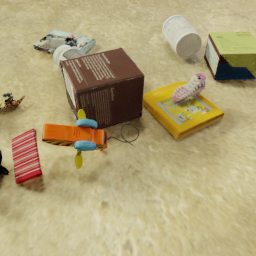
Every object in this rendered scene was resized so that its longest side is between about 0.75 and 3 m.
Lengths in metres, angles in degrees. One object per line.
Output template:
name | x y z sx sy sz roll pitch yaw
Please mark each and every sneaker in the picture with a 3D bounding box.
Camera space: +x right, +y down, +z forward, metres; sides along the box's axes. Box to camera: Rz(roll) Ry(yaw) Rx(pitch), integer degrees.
sneaker | 2.540 -1.485 11.337 1.614 0.714 0.649 -37 50 -4

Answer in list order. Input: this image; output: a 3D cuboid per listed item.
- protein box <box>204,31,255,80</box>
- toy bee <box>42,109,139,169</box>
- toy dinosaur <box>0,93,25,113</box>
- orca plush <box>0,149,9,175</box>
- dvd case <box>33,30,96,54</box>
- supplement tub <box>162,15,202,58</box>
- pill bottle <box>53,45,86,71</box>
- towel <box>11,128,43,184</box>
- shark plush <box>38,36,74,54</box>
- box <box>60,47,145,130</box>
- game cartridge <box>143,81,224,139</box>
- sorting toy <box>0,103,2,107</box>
protein box | 4.928 -3.434 13.230 2.050 1.393 2.065 -2 45 -2
toy bee | -1.283 0.475 9.268 2.892 1.572 1.893 22 72 4
toy dinosaur | -4.792 -1.033 11.588 0.743 0.559 1.095 47 42 16
orca plush | -4.120 1.372 8.943 0.716 1.059 2.013 12 29 -35
dvd case | -3.402 -4.539 15.123 2.743 0.302 2.002 20 49 18
supplement tub | 2.754 -4.772 14.547 1.440 1.440 2.183 -10 47 -10
pill bottle | -2.343 -2.849 12.733 1.284 1.284 2.271 -32 55 -28
towel | -3.254 0.913 8.946 1.133 0.176 1.566 -23 69 23
shark plush | -3.726 -4.536 14.526 1.853 0.842 0.772 -34 28 -22
box | -0.970 -1.453 10.752 2.555 2.098 2.120 -16 47 -16
game cartridge | 2.137 -0.886 11.389 2.325 0.428 2.637 -23 50 -21
sorting toy | -5.617 -0.980 10.980 0.606 1.020 1.134 -19 41 23
